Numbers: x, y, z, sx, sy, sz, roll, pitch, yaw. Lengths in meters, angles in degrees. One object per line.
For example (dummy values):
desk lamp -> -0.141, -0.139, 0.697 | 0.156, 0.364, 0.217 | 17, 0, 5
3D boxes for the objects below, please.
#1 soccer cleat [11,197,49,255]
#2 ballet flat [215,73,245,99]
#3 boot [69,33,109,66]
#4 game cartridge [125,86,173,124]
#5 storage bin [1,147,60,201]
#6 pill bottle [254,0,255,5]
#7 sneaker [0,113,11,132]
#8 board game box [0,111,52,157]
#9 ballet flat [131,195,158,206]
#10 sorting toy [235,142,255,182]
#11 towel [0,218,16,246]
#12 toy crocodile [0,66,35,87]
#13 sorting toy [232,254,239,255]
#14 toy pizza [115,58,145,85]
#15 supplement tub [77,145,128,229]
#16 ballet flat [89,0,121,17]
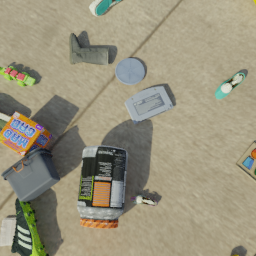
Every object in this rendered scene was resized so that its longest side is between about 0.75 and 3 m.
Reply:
soccer cleat -> -3.696, 3.767, 9.928 | 1.067, 0.889, 2.632 | -21, 78, -4
ballet flat -> 4.254, -1.808, 11.651 | 1.564, 0.551, 0.527 | -39, 83, -9
boot -> -1.660, -3.399, 12.085 | 1.669, 0.606, 1.517 | -4, 88, 6
game cartridge -> 0.831, -1.000, 11.554 | 1.777, 0.369, 1.183 | -23, 71, -6
storage bin -> -3.419, 1.733, 10.079 | 1.817, 1.322, 1.220 | -36, 70, 0
pill bottle -> 6.302, -5.759, 12.428 | 1.223, 1.223, 2.347 | -14, 75, -4
sneaker -> -5.649, -0.211, 11.051 | 2.414, 0.809, 1.084 | 20, 70, 2
board game box -> -3.902, 0.353, 10.669 | 1.259, 1.258, 1.258 | 29, 76, 8
ballet flat -> 0.613, 2.713, 10.467 | 1.039, 0.370, 0.359 | 12, 74, 4
sorting toy -> 5.272, 1.553, 10.861 | 1.797, 0.241, 1.339 | 41, 78, 11
towel -> -4.314, 3.796, 10.263 | 0.655, 0.170, 0.989 | -2, 74, 0
toy crocodile -> -4.700, -2.203, 11.787 | 1.678, 0.518, 0.566 | 24, 76, 6
sorting toy -> 4.565, 5.295, 9.789 | 2.513, 0.336, 1.872 | 35, 82, 9
toy pizza -> 0.083, -2.405, 12.010 | 1.274, 0.202, 1.274 | 0, 74, -1
supplement tub -> -0.901, 2.074, 9.946 | 1.666, 1.666, 2.718 | 5, 76, 1
ballet flat -> -0.876, -6.001, 12.788 | 2.275, 0.816, 0.816 | -41, 78, -11
